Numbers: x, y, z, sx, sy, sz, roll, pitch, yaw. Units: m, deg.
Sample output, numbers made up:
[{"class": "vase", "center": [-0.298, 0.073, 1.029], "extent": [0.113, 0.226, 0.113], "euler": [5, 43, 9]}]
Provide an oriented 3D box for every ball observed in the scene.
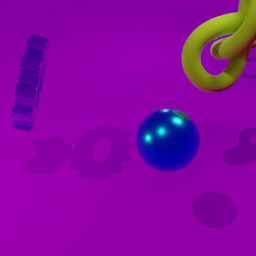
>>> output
[{"class": "ball", "center": [0.556, 0.169, 3.947], "extent": [0.893, 0.893, 0.893], "euler": [0, 43, 0]}]

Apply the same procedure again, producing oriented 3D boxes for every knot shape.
[{"class": "knot shape", "center": [1.757, -1.444, 4.776], "extent": [1.844, 1.970, 0.910], "euler": [-44, 68, 7]}]

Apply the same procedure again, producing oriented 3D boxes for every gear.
[{"class": "gear", "center": [-1.906, -0.852, 5.546], "extent": [0.346, 1.868, 1.868], "euler": [11, 41, -15]}]
